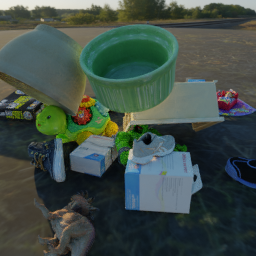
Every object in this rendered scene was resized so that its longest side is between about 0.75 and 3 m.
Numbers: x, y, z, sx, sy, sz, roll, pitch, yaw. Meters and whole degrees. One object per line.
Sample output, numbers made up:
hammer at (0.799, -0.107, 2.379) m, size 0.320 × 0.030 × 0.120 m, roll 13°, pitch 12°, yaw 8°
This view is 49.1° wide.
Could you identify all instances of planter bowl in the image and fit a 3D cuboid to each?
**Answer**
planter bowl at (-2.425, -1.847, 8.475) m, size 2.817 × 1.896 × 2.817 m, roll 25°, pitch -9°, yaw 4°

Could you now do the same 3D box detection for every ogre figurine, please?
ogre figurine at (0.563, 0.514, 8.568) m, size 2.375 × 1.165 × 1.424 m, roll -23°, pitch 42°, yaw -22°

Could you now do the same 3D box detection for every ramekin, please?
ramekin at (0.089, -1.602, 7.649) m, size 2.576 × 1.258 × 2.576 m, roll -6°, pitch 47°, yaw 7°

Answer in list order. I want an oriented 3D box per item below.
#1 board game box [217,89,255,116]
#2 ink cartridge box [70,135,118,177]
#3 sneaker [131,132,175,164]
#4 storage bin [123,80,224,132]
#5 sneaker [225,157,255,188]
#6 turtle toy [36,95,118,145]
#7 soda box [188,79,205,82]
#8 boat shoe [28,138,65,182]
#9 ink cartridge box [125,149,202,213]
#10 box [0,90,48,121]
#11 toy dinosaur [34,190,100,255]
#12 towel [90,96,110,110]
board game box at (4.564, -1.359, 13.238) m, size 2.214 × 0.546 × 2.803 m, roll -4°, pitch 25°, yaw -9°
ink cartridge box at (-0.984, 0.807, 8.577) m, size 1.002 × 0.578 × 1.381 m, roll 9°, pitch 27°, yaw 19°
sneaker at (0.670, 0.358, 6.836) m, size 0.541 × 0.658 × 1.430 m, roll 23°, pitch 33°, yaw 39°
storage bin at (1.279, -0.570, 9.505) m, size 2.784 × 1.305 × 2.764 m, roll -3°, pitch -8°, yaw -5°
sneaker at (3.917, 1.140, 7.328) m, size 2.665 × 1.038 × 0.935 m, roll 20°, pitch 32°, yaw 35°
turtle toy at (-1.842, -0.328, 9.919) m, size 2.141 × 1.485 × 2.938 m, roll 21°, pitch 32°, yaw 38°
soda box at (3.055, -1.313, 12.438) m, size 0.814 × 0.770 × 2.399 m, roll 3°, pitch 35°, yaw 9°
boat shoe at (-2.379, 0.958, 8.132) m, size 1.008 × 0.786 × 2.222 m, roll -7°, pitch 19°, yaw -13°
ink cartridge box at (0.863, 1.297, 6.913) m, size 1.761 × 1.103 × 1.132 m, roll 3°, pitch 25°, yaw 7°
box at (-4.483, -1.122, 12.486) m, size 1.980 × 0.547 × 2.472 m, roll 4°, pitch 29°, yaw 11°
toy dinosaur at (-1.074, 2.021, 5.757) m, size 1.407 × 0.891 × 2.077 m, roll -7°, pitch 31°, yaw -29°
towel at (-1.358, -1.107, 13.094) m, size 1.833 × 0.329 × 1.903 m, roll -7°, pitch 24°, yaw -22°
